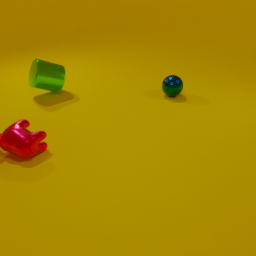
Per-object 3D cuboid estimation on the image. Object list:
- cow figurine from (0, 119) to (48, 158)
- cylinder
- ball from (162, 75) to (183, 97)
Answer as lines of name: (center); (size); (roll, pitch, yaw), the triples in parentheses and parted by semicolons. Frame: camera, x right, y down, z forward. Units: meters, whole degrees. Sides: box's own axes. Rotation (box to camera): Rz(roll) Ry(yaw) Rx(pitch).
cow figurine: (-3.123, 0.381, 7.319); (1.573, 0.864, 1.548); (26, 39, 26)
cylinder: (-3.055, -1.960, 10.562); (1.069, 1.069, 1.069); (8, 22, -35)
ball: (1.681, -1.597, 10.583); (0.815, 0.815, 0.815); (0, 31, 0)
